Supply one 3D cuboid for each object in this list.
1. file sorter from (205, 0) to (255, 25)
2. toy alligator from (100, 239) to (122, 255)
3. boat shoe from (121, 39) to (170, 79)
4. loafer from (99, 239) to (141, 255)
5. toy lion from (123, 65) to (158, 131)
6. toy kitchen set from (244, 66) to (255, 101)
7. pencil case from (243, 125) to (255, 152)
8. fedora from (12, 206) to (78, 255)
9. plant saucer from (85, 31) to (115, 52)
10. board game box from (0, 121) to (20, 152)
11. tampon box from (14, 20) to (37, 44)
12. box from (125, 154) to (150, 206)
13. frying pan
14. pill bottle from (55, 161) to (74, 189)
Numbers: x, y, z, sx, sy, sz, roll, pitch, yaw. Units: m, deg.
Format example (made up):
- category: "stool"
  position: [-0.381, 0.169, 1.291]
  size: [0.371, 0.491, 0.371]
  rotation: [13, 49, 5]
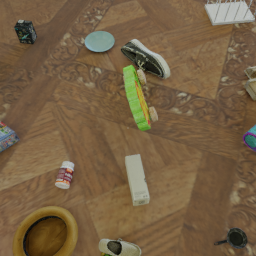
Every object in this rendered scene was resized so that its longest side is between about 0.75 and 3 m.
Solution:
- category: "file sorter"
  position: [5.183, -6.190, 13.849]
  size: [2.163, 1.347, 1.501]
  rotation: [-6, 59, -4]
- category: "toy alligator"
  position: [-0.586, 3.793, 8.289]
  size: [0.415, 0.301, 1.252]
  rotation: [30, 63, 17]
- category: "boat shoe"
  position: [0.699, -2.852, 12.082]
  size: [0.853, 0.947, 2.679]
  rotation: [-32, 56, -19]
- category: "loafer"
  position: [-0.191, 3.562, 8.156]
  size: [1.332, 0.455, 0.504]
  rotation: [17, 65, -15]
- category: "toy lion"
  position: [0.256, -0.874, 7.931]
  size: [0.683, 1.907, 1.990]
  rotation: [-18, 80, 11]
- category: "toy kitchen set"
  position: [5.819, -2.419, 11.233]
  size: [1.998, 1.803, 1.630]
  rotation: [-13, 58, -13]
- category: "pencil case"
  position: [4.242, 0.055, 8.435]
  size: [1.626, 0.751, 0.692]
  rotation: [-32, 100, -22]
- category: "fedora"
  position: [-2.372, 3.310, 8.304]
  size: [1.922, 0.784, 1.922]
  rotation: [0, 60, 1]
- category: "plant saucer"
  position: [-1.319, -3.975, 13.108]
  size: [1.393, 0.268, 1.393]
  rotation: [0, 58, 0]
- category: "board game box"
  position: [-5.502, 0.487, 10.123]
  size: [2.114, 0.652, 2.112]
  rotation: [31, 63, 18]
- category: "tampon box"
  position: [-4.742, -4.452, 13.024]
  size: [0.677, 0.904, 0.570]
  rotation: [10, 59, 6]
- category: "box"
  position: [0.292, 1.730, 9.371]
  size: [0.539, 0.648, 1.577]
  rotation: [-9, 60, -5]
- category: "frying pan"
  position: [3.186, 3.497, 8.558]
  size: [1.021, 0.166, 0.618]
  rotation: [-33, 63, -16]
- category: "pill bottle"
  position: [-2.134, 1.595, 9.541]
  size: [0.478, 0.478, 0.837]
  rotation: [7, 59, 4]
